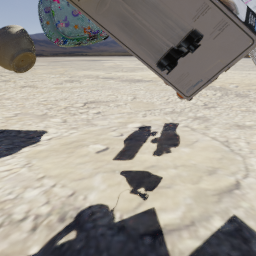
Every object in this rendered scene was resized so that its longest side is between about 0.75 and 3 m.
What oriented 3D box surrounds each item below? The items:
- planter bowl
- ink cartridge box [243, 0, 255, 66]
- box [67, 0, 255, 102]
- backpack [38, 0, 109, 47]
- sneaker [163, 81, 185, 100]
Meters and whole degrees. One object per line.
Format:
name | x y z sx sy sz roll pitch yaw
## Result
planter bowl | -3.516 -2.348 8.847 0.964 1.433 1.433 48 37 16
ink cartridge box | 2.652 -2.062 5.477 0.622 1.062 1.470 -21 31 45
box | 0.578 -1.947 4.637 2.834 1.653 0.852 37 46 -8
backpack | -1.799 -3.676 9.244 2.220 1.970 1.671 -10 13 4
sneaker | 1.118 -1.089 6.394 0.406 0.429 1.112 -20 42 -13
